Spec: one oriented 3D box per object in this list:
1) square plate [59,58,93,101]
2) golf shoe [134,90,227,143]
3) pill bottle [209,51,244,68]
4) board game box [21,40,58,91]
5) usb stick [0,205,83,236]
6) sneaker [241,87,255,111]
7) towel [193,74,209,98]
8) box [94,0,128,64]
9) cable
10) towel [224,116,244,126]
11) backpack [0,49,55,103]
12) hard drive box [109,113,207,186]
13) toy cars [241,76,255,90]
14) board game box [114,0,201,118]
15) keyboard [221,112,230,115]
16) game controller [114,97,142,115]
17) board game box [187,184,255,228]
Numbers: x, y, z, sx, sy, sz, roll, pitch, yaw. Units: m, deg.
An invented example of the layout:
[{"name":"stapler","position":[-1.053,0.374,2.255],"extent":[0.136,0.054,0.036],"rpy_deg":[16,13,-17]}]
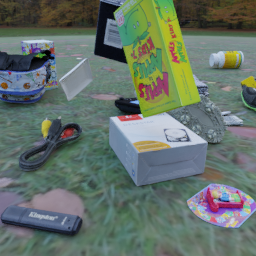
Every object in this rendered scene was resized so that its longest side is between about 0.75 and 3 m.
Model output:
[{"name":"square plate","position":[-1.165,-1.094,6.325],"extent":[0.119,0.829,0.837],"rpy_deg":[40,73,19]},{"name":"golf shoe","position":[1.515,-0.569,8.208],"extent":[2.870,1.124,1.395],"rpy_deg":[34,-3,2]},{"name":"pill bottle","position":[6.370,-4.431,18.210],"extent":[1.930,1.088,1.088],"rpy_deg":[-3,23,-5]},{"name":"board game box","position":[-4.142,-2.937,13.145],"extent":[1.123,2.180,1.143],"rpy_deg":[-19,29,-38]},{"name":"usb stick","position":[-1.488,1.568,4.790],"extent":[1.409,0.230,0.391],"rpy_deg":[5,23,12]},{"name":"sneaker","position":[5.126,-1.052,9.901],"extent":[1.072,1.170,2.792],"rpy_deg":[-6,23,-15]},{"name":"towel","position":[2.378,-1.762,12.118],"extent":[1.874,0.802,1.552],"rpy_deg":[-5,24,-12]},{"name":"box","position":[-0.150,-3.908,10.254],"extent":[1.394,1.977,2.672],"rpy_deg":[16,42,2]},{"name":"cable","position":[-1.995,0.452,7.511],"extent":[1.198,0.621,2.466],"rpy_deg":[16,35,-5]},{"name":"towel","position":[3.386,-0.255,9.344],"extent":[0.726,0.130,0.754],"rpy_deg":[-1,23,-3]},{"name":"backpack","position":[-4.426,-2.078,11.282],"extent":[2.610,2.010,2.486],"rpy_deg":[-2,20,-3]},{"name":"hard drive box","position":[0.606,0.385,6.878],"extent":[1.673,0.824,2.146],"rpy_deg":[-7,23,-19]},{"name":"toy cars","position":[5.926,-1.339,11.258],"extent":[2.777,0.615,1.245],"rpy_deg":[13,64,28]},{"name":"board game box","position":[0.569,-1.566,5.974],"extent":[0.593,2.489,1.264],"rpy_deg":[-15,0,-36]},{"name":"keyboard","position":[3.026,-0.450,9.797],"extent":[1.284,0.068,0.361],"rpy_deg":[-12,11,-28]},{"name":"game controller","position":[0.865,-0.730,9.936],"extent":[2.680,0.564,1.398],"rpy_deg":[15,27,31]},{"name":"board game box","position":[1.809,1.340,5.312],"extent":[1.317,0.256,1.040],"rpy_deg":[-20,29,-39]}]
